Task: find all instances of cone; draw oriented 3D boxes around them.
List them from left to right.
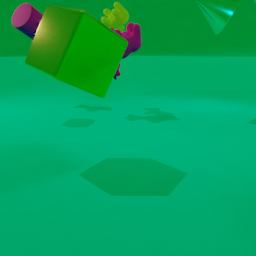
[{"bbox_3d":[2.679,-3.862,9.034,1.220,1.216,1.216,29,16,-4],"label":"cone"}]

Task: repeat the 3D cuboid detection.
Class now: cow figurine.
[{"bbox_3d":[-0.367,-4.001,10.725,1.363,0.760,1.385,28,-26,-37],"label":"cow figurine"},{"bbox_3d":[-0.238,-2.679,9.886,1.736,1.708,0.953,-22,33,-19],"label":"cow figurine"}]

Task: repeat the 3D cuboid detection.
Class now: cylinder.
[{"bbox_3d":[-3.138,-3.427,9.119,0.871,0.871,0.871,9,-9,28],"label":"cylinder"}]

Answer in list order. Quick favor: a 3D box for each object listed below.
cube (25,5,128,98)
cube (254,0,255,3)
[{"bbox_3d":[-0.985,-1.444,5.364,1.211,1.211,1.211,28,6,40],"label":"cube"},{"bbox_3d":[2.225,-2.523,4.184,0.862,0.862,0.862,-30,-13,13],"label":"cube"}]
